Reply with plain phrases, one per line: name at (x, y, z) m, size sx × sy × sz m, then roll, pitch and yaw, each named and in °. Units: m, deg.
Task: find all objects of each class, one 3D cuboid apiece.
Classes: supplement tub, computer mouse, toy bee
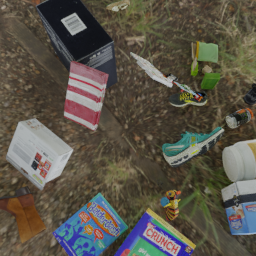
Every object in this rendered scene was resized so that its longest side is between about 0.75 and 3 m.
supplement tub at (4.388, -0.400, 11.006) m, size 0.921 × 0.565 × 0.565 m, roll -22°, pitch 70°, yaw -8°
supplement tub at (4.567, 1.132, 9.917) m, size 2.031 × 1.467 × 1.467 m, roll -9°, pitch 69°, yaw -3°
computer mouse at (5.163, -1.277, 11.519) m, size 1.197 × 0.316 × 0.829 m, roll -37°, pitch 71°, yaw -25°
toy bee at (1.492, 2.470, 9.680) m, size 0.906 × 0.752 × 1.384 m, roll -34°, pitch 99°, yaw -52°

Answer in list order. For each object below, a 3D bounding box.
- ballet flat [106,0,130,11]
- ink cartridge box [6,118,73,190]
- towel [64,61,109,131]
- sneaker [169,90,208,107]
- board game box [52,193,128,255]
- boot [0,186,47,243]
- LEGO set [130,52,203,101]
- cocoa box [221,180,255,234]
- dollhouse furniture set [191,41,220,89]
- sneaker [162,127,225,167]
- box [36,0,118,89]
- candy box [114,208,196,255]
ballet flat at (-0.442, -5.751, 13.210) m, size 1.169 × 0.412 × 0.382 m, roll -23°, pitch 84°, yaw -5°
ink cartridge box at (-3.261, 0.939, 10.162) m, size 1.987 × 0.833 × 1.744 m, roll 37°, pitch 114°, yaw 13°
towel at (-1.443, -1.023, 9.112) m, size 1.421 × 0.224 × 1.973 m, roll 24°, pitch 114°, yaw 23°
sneaker at (2.437, -1.269, 11.290) m, size 1.584 × 0.670 × 0.590 m, roll -3°, pitch 68°, yaw -1°
board game box at (-1.250, 3.465, 9.502) m, size 2.045 × 0.460 × 1.555 m, roll -40°, pitch 78°, yaw -14°
boot at (-3.901, 3.145, 9.748) m, size 1.627 × 0.592 × 1.728 m, roll -23°, pitch 77°, yaw -17°
LEGO set at (1.436, -1.677, 10.368) m, size 2.850 × 0.699 × 2.129 m, roll 18°, pitch 25°, yaw -33°
cocoa box at (4.649, 2.567, 9.263) m, size 2.431 × 1.621 × 1.595 m, roll -6°, pitch 69°, yaw -2°
dollhouse furniture set at (3.327, -2.877, 11.790) m, size 1.179 × 0.911 × 2.359 m, roll 4°, pitch 69°, yaw 1°
sneaker at (2.465, 0.501, 10.492) m, size 2.510 × 0.973 × 1.000 m, roll -24°, pitch 62°, yaw -9°
box at (-1.869, -3.157, 10.930) m, size 1.551 × 2.712 × 2.979 m, roll -32°, pitch 72°, yaw -12°
candy box at (0.748, 4.139, 9.044) m, size 1.936 × 0.882 × 2.289 m, roll 35°, pitch 70°, yaw 13°
